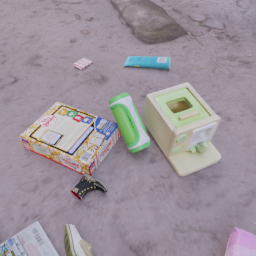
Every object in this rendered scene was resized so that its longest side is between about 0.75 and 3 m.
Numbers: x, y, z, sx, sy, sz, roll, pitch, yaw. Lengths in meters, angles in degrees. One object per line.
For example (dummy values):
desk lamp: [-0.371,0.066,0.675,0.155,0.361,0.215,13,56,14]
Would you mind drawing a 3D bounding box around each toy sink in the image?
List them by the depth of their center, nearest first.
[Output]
toy sink: [1.982,-0.047,9.813,1.810,1.555,2.776,-18,56,-17]

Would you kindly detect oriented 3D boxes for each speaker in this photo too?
speaker: [0.057,-0.182,9.940,0.900,0.900,2.034,-24,89,-22]

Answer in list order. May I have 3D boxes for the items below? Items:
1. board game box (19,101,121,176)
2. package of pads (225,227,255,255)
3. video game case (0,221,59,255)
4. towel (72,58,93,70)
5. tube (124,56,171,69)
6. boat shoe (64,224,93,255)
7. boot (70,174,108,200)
board game box: [-2.063,0.289,10.322,2.934,0.679,2.222,21,49,20]
package of pads: [2.927,3.965,6.362,1.777,1.116,2.949,17,47,20]
video game case: [-2.713,3.702,7.259,1.824,0.220,2.001,-30,53,-26]
towel: [-2.302,-3.281,14.294,0.665,0.136,0.908,27,49,25]
tube: [0.983,-3.321,14.075,2.284,0.575,0.884,6,39,13]
boat shoe: [-1.246,3.324,7.407,0.607,0.663,1.775,-3,42,-28]
boot: [-1.237,1.953,8.878,1.054,0.386,0.793,25,49,28]
